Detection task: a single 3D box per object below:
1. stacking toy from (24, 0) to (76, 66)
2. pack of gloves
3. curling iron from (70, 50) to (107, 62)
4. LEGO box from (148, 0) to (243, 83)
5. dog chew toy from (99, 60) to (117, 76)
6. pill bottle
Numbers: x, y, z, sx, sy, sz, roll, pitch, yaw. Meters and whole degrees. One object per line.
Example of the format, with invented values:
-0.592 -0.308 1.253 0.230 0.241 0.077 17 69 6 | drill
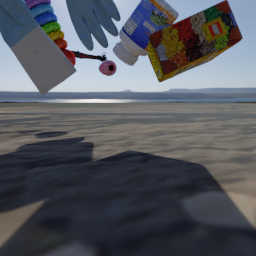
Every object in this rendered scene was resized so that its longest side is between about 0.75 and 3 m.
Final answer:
-2.707 -3.302 9.689 1.214 2.844 1.214 -29 6 3 | stacking toy
-1.678 -2.525 5.634 2.475 2.946 0.581 -29 15 23 | pack of gloves
-1.993 -3.154 11.891 2.533 0.324 0.628 1 -10 -32 | curling iron
1.336 -1.795 6.332 1.606 0.832 2.156 -23 3 4 | LEGO box
-0.840 -2.327 10.901 0.604 0.604 0.970 -4 11 -29 | dog chew toy
0.529 -3.398 9.829 1.339 2.390 1.339 32 27 -18 | pill bottle
